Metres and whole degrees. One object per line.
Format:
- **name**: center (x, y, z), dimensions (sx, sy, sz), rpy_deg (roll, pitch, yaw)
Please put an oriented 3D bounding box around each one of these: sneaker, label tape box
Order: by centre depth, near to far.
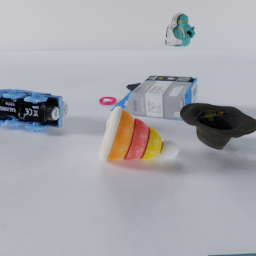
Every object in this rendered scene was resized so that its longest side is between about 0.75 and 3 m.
- **sneaker**: center (1.915, -3.389, 9.911), dimensions (0.912, 0.888, 2.291), rpy_deg (13, 41, 10)
- **label tape box**: center (0.955, -1.236, 10.321), dimensions (2.810, 0.929, 2.013), rpy_deg (9, 31, 23)

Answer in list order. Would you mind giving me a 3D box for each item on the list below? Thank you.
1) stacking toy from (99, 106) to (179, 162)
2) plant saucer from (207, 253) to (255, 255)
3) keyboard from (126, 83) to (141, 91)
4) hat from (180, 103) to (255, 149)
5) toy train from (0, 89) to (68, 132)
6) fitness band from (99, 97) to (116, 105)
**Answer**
- **stacking toy**: center (0.309, 0.351, 6.400), dimensions (1.774, 1.296, 1.296), rpy_deg (18, 18, -7)
- **plant saucer**: center (1.429, 1.712, 3.536), dimensions (0.792, 0.075, 0.277), rpy_deg (-2, 19, -3)
- **keyboard**: center (0.739, -1.980, 14.015), dimensions (1.274, 0.272, 2.122), rpy_deg (-4, 20, -13)
- **hat**: center (2.239, 0.027, 7.222), dimensions (2.036, 0.821, 2.036), rpy_deg (3, 25, -1)
- **toy train**: center (-3.186, -0.647, 8.784), dimensions (2.786, 1.208, 1.592), rpy_deg (7, 14, 18)
- **fitness band**: center (-0.845, -1.134, 11.714), dimensions (0.665, 0.173, 0.927), rpy_deg (6, 21, 10)
